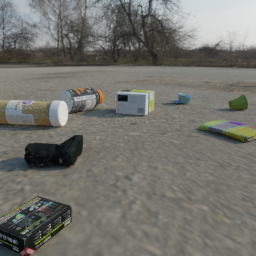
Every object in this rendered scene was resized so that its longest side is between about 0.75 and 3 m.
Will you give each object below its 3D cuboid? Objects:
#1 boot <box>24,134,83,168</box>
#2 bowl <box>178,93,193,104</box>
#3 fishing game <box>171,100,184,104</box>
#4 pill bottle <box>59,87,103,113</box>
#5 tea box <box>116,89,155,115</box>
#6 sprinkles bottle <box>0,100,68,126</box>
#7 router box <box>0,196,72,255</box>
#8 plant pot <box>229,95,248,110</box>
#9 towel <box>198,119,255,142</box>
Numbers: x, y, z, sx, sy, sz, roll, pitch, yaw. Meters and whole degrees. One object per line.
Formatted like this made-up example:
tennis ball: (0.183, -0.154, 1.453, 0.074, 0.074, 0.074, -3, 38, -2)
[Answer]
boot: (-1.971, 0.578, 7.622, 1.284, 0.580, 1.567, 2, 20, 5)
bowl: (3.102, -1.592, 15.351, 0.826, 0.432, 0.826, 14, 16, -4)
fishing game: (2.751, -1.417, 15.467, 0.680, 0.148, 0.950, 21, 19, 33)
pill bottle: (-2.194, -1.387, 13.591, 1.106, 1.106, 2.082, 14, 21, 41)
tea box: (0.365, -1.248, 13.260, 1.481, 0.989, 1.457, 6, 17, 21)
sprinkles bottle: (-3.882, -0.599, 10.976, 2.894, 0.988, 0.988, 2, 16, 8)
router box: (-1.549, 1.550, 4.570, 0.792, 0.328, 1.057, 9, 17, 28)
plant pot: (5.408, -1.198, 13.840, 0.720, 0.758, 0.758, -14, 16, 0)
towel: (3.771, 0.064, 10.045, 1.498, 0.238, 2.086, -12, 19, -34)
